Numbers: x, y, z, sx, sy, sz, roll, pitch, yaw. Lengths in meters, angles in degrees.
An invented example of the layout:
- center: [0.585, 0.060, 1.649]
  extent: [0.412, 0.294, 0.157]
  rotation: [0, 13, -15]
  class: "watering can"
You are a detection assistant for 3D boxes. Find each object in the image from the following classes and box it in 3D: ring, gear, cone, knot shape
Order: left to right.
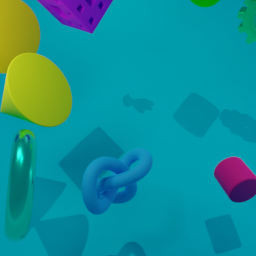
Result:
- center: [-2.692, -1.917, 5.417]
  extent: [1.372, 1.367, 1.367]
  rotation: [26, 62, 28]
  class: "cone"
- center: [-1.961, -0.484, 5.111]
  extent: [1.323, 1.319, 1.319]
  rotation: [-18, 53, 33]
  class: "cone"
- center: [-1.539, 0.793, 4.025]
  extent: [0.313, 1.566, 1.566]
  rotation: [5, 57, -21]
  class: "ring"
- center: [-0.262, 1.025, 5.138]
  extent: [1.503, 1.407, 0.695]
  rotation: [-27, 64, -31]
  class: "knot shape"
- center: [3.598, -2.704, 6.942]
  extent: [1.647, 1.647, 0.305]
  rotation: [26, 60, 14]
  class: "gear"

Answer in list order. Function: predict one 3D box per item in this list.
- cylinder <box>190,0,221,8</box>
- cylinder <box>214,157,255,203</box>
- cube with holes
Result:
- center: [2.107, -3.695, 6.846]
  extent: [1.106, 1.106, 1.106]
  rotation: [36, 58, 19]
  class: "cylinder"
- center: [2.355, 1.116, 6.085]
  extent: [0.717, 0.717, 0.717]
  rotation: [-12, 35, -7]
  class: "cylinder"
- center: [-1.122, -2.864, 5.782]
  extent: [1.126, 1.126, 1.126]
  rotation: [29, 86, 36]
  class: "cube with holes"
